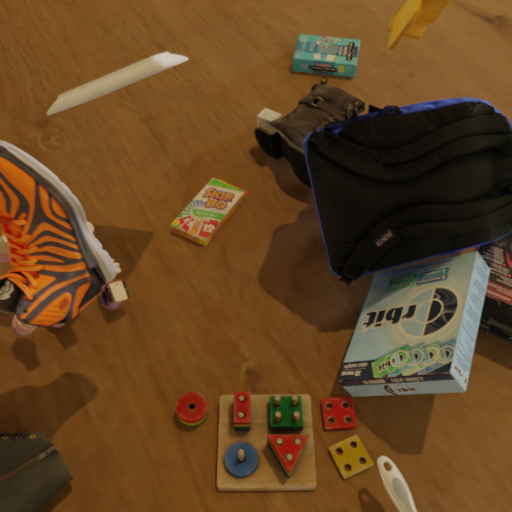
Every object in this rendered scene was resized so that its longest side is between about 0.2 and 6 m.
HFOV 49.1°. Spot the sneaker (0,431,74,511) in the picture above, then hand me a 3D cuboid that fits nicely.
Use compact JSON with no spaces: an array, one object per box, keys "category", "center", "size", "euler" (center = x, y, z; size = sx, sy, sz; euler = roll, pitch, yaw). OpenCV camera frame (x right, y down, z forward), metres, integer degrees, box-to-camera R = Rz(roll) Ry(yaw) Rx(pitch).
[{"category":"sneaker","center":[-4.066,2.860,8.246],"size":[2.811,1.051,1.493],"euler":[38,55,16]}]

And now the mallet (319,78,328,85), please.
[{"category":"mallet","center":[1.454,-4.033,14.155],"size":[0.585,0.365,1.776],"euler":[10,48,4]}]

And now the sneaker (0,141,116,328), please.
[{"category":"sneaker","center":[-2.807,-0.046,6.882],"size":[1.026,2.644,1.481],"euler":[15,55,35]}]

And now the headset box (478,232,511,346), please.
[{"category":"headset box","center":[4.941,0.419,9.970],"size":[2.119,1.070,2.851],"euler":[25,59,20]}]

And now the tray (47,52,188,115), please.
[{"category":"tray","center":[-2.324,-2.902,9.292],"size":[2.279,0.253,1.224],"euler":[-15,21,19]}]

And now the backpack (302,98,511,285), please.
[{"category":"backpack","center":[2.737,-1.441,10.027],"size":[3.396,2.760,2.850],"euler":[-13,15,10]}]

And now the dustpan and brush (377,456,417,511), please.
[{"category":"dustpan and brush","center":[2.273,4.044,7.306],"size":[1.965,0.806,2.815],"euler":[-17,53,-14]}]

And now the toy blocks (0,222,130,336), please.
[{"category":"toy blocks","center":[-3.638,0.440,10.049],"size":[1.873,1.576,1.750],"euler":[-15,80,-41]}]

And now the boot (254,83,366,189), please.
[{"category":"boot","center":[1.557,-2.850,12.595],"size":[2.409,0.958,2.767],"euler":[-36,58,-17]}]

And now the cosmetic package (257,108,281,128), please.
[{"category":"cosmetic package","center":[0.307,-3.222,13.428],"size":[0.464,0.388,0.386],"euler":[26,56,19]}]

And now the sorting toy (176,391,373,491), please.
[{"category":"sorting toy","center":[0.251,2.747,8.547],"size":[3.041,0.514,1.466],"euler":[0,51,0]}]

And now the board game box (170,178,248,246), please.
[{"category":"board game box","center":[-0.943,-0.998,11.753],"size":[0.844,0.265,1.766],"euler":[24,52,17]}]

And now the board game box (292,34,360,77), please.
[{"category":"board game box","center":[1.904,-5.442,15.204],"size":[1.699,0.399,1.282],"euler":[9,52,7]}]

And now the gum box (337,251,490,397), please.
[{"category":"gum box","center":[2.566,1.118,9.087],"size":[2.008,0.526,2.363],"euler":[-17,34,44]}]

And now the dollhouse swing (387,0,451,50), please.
[{"category":"dollhouse swing","center":[3.234,-4.589,10.913],"size":[1.097,1.207,1.061],"euler":[7,67,-16]}]
